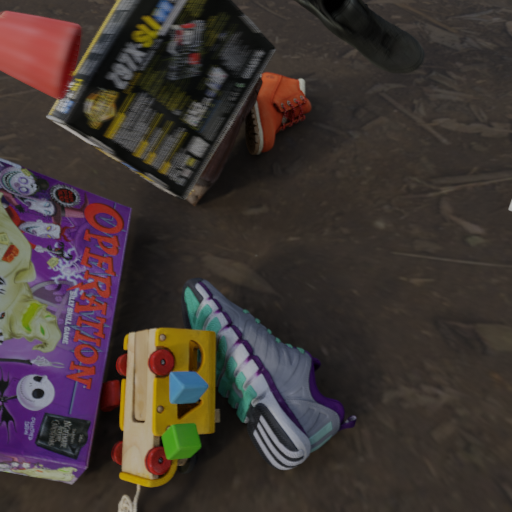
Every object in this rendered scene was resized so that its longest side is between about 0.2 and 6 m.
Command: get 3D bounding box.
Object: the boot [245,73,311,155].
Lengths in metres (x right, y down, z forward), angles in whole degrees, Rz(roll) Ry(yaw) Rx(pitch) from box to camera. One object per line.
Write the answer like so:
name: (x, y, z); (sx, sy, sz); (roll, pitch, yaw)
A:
boot: (0.524, -3.432, 13.250); (1.615, 1.130, 3.012); (7, 46, -2)

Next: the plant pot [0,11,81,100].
plant pot: (-2.900, -2.693, 7.373); (0.912, 1.031, 1.031); (16, 45, -14)

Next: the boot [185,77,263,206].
boot: (-1.308, -2.478, 12.370); (2.844, 0.980, 3.051); (-5, 59, 56)

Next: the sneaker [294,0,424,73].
sneaker: (1.863, -4.319, 10.441); (2.631, 0.790, 1.372); (38, 17, 17)

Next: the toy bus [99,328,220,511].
toy bus: (-1.147, 2.143, 7.708); (1.263, 2.444, 2.307); (9, 30, -35)

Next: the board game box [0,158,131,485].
board game box: (-3.690, 0.609, 8.535); (3.030, 0.815, 5.049); (24, 41, -27)

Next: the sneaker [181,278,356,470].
sneaker: (0.071, 1.572, 8.578); (1.432, 1.218, 3.272); (-17, 57, -32)

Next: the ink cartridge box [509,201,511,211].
ink cartridge box: (5.798, -1.291, 11.586); (0.790, 0.463, 1.079); (23, 49, 19)

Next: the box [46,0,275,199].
box: (-1.444, -2.949, 9.360); (0.807, 2.611, 3.270); (30, 89, 48)
